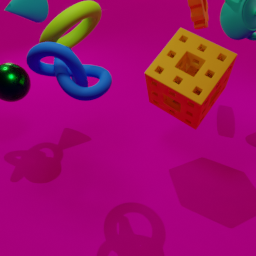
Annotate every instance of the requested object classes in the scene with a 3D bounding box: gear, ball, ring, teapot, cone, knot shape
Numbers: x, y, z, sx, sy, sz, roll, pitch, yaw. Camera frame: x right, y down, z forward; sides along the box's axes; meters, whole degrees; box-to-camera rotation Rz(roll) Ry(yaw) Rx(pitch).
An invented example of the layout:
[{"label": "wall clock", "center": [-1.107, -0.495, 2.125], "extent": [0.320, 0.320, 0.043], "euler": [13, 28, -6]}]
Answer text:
[{"label": "gear", "center": [2.113, -3.985, 8.466], "extent": [0.349, 1.886, 1.886], "euler": [-4, 31, 23]}, {"label": "ball", "center": [-2.857, -1.102, 6.809], "extent": [0.939, 0.939, 0.939], "euler": [0, 34, 0]}, {"label": "ring", "center": [-1.010, -1.752, 4.983], "extent": [1.291, 0.258, 1.291], "euler": [-37, 5, 3]}, {"label": "teapot", "center": [3.176, -2.977, 7.562], "extent": [1.201, 1.931, 0.945], "euler": [-52, 27, -13]}, {"label": "cone", "center": [-2.874, -3.238, 7.463], "extent": [1.037, 1.037, 1.041], "euler": [18, 38, 24]}, {"label": "knot shape", "center": [-0.960, -0.977, 4.791], "extent": [1.369, 0.633, 1.281], "euler": [28, 9, -11]}]

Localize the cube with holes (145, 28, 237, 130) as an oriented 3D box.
[{"label": "cube with holes", "center": [1.341, -1.047, 6.205], "extent": [1.329, 1.329, 1.329], "euler": [33, 77, 19]}]
